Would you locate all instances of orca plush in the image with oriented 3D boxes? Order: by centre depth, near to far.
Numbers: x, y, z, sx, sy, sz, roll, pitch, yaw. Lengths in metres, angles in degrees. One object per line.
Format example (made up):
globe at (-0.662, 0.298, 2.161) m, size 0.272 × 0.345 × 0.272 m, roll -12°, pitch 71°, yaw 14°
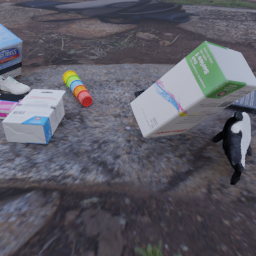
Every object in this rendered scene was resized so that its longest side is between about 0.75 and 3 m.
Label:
orca plush at (2.649, 0.429, 7.284) m, size 0.848 × 1.255 × 2.386 m, roll -14°, pitch 42°, yaw 34°

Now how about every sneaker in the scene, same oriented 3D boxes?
sneaker at (-4.381, -1.676, 10.696) m, size 1.347 × 0.596 × 0.507 m, roll 11°, pitch 34°, yaw 16°

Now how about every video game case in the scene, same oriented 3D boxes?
video game case at (4.000, -1.206, 10.315) m, size 2.730 × 0.259 × 1.950 m, roll 13°, pitch 36°, yaw 20°

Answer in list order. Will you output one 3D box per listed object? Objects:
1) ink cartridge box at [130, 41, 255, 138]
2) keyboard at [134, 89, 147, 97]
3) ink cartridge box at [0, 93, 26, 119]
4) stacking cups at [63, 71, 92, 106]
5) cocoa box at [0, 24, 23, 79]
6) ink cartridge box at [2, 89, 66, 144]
ink cartridge box at (1.636, -0.830, 7.180) m, size 1.894 × 2.616 × 1.099 m, roll -4°, pitch 66°, yaw -46°
keyboard at (1.065, -0.954, 9.778) m, size 1.170 × 0.445 × 2.248 m, roll -10°, pitch 36°, yaw -14°
ink cartridge box at (-4.512, -0.784, 9.566) m, size 2.399 × 0.445 × 1.136 m, roll 4°, pitch 34°, yaw 10°
stacking cups at (-1.885, -1.486, 10.394) m, size 0.625 × 0.625 × 2.066 m, roll -14°, pitch 37°, yaw -20°
cocoa box at (-5.729, -2.788, 10.879) m, size 1.769 × 1.740 × 2.652 m, roll 39°, pitch 45°, yaw 14°
ink cartridge box at (-2.763, -0.426, 8.710) m, size 1.234 × 0.722 × 2.128 m, roll 4°, pitch 34°, yaw 6°
